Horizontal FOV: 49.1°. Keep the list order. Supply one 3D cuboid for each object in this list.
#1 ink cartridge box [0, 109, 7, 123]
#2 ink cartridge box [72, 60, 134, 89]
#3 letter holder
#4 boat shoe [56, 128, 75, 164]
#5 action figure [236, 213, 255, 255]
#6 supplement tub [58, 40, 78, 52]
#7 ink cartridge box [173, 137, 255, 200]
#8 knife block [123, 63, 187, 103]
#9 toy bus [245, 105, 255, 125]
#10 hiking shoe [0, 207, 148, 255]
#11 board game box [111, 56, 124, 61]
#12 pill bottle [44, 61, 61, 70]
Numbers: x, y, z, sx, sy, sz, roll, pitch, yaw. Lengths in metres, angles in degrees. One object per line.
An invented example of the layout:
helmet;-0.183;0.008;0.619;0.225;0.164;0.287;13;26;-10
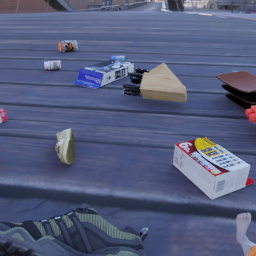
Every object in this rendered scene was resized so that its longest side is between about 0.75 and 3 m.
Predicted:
ink cartridge box;-4.310;-0.318;8.617;0.655;0.380;0.888;19;31;32
ink cartridge box;-1.097;-2.506;12.692;1.423;0.561;2.861;18;33;29
letter holder;4.008;-1.244;9.824;1.336;0.945;1.880;-8;28;-12
boat shoe;-1.607;0.464;6.976;0.475;0.551;1.511;-13;27;-4
action figure;2.270;2.360;3.040;2.507;1.311;2.425;26;37;-3
supplement tub;-3.810;-5.185;17.729;1.088;0.667;0.667;-16;31;-27
ink cartridge box;1.914;0.783;6.248;1.240;0.592;1.413;-12;29;-24
knife block;0.842;-1.393;10.106;1.837;0.670;2.093;-33;62;-1
toy bus;4.446;-0.289;7.628;2.075;1.467;2.161;-12;30;5
hiking shoe;-0.980;1.763;4.203;2.582;0.978;1.300;11;18;4
board game box;-0.578;-3.949;15.870;0.762;0.171;0.580;-1;27;-1
pill bottle;-3.764;-3.132;13.998;0.770;0.438;0.438;-6;28;-12
